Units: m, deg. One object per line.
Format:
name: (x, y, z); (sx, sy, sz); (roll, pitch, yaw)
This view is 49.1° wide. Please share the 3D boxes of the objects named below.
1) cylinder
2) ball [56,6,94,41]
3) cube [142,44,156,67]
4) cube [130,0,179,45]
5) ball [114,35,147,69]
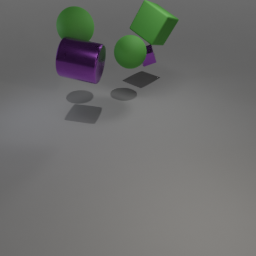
cylinder: (-1.631, -2.375, 9.864); (1.400, 1.400, 1.400); (13, 33, 4)
ball: (-1.969, -3.805, 10.505); (1.400, 1.400, 1.400); (0, 32, 0)
cube: (0.996, -3.720, 14.389); (0.700, 0.700, 0.700); (-16, 48, 13)
cube: (1.212, -4.806, 12.923); (1.400, 1.400, 1.400); (41, 30, 15)
ball: (0.096, -3.254, 12.014); (1.400, 1.400, 1.400); (0, 32, 0)
